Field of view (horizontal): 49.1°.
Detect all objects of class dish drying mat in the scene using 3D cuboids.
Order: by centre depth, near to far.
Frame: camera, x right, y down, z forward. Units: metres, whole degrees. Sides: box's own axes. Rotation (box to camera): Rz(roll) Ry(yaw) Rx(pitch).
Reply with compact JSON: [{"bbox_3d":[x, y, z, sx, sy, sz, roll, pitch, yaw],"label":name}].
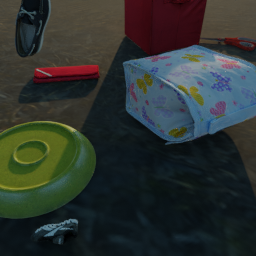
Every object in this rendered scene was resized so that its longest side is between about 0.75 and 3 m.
[{"bbox_3d":[-2.078,-1.880,9.544,2.172,0.198,0.834,-6,39,-6],"label":"dish drying mat"}]

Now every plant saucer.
[{"bbox_3d":[-2.154,0.678,6.314,2.822,0.438,2.822,-1,40,0],"label":"plant saucer"}]

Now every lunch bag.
[{"bbox_3d":[1.627,-0.768,6.969,2.510,1.882,2.960,-20,34,-25],"label":"lunch bag"}]

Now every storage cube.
[{"bbox_3d":[1.374,-4.658,11.073,2.387,2.510,2.792,-17,44,-19],"label":"storage cube"}]

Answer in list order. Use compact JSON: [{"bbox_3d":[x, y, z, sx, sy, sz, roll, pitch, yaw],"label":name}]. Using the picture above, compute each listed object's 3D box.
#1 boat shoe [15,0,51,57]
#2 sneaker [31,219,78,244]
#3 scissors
[{"bbox_3d":[-1.534,-1.676,4.373,0.451,1.220,0.368,27,37,0],"label":"boat shoe"},{"bbox_3d":[-1.279,1.901,4.966,0.852,0.283,0.385,-12,38,-17],"label":"sneaker"},{"bbox_3d":[4.033,-3.706,11.788,2.774,0.193,1.015,18,45,22],"label":"scissors"}]
